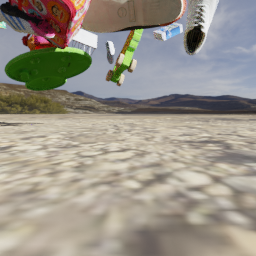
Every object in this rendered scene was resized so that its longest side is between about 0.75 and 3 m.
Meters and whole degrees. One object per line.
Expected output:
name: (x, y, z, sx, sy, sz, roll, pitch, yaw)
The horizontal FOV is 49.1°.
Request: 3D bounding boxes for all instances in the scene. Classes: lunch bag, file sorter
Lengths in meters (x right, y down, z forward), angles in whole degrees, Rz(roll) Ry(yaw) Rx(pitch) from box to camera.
lunch bag: (-1.637, -2.540, 5.371, 1.702, 0.792, 1.932, 38, -19, -9)
file sorter: (-1.874, -3.410, 11.176, 1.090, 0.757, 0.679, 16, -38, -25)

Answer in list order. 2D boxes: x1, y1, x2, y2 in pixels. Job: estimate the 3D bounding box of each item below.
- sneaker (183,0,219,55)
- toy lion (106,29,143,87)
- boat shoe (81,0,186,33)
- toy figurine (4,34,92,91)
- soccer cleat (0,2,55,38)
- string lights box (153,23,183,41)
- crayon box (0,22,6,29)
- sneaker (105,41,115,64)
sneaker: (2.180, -3.309, 8.394, 0.895, 2.452, 0.868, 7, 49, 11)
toy lion: (-0.048, -2.255, 8.446, 0.560, 1.562, 1.630, 21, -22, -15)
boat shoe: (-0.060, -2.837, 6.646, 2.855, 1.016, 0.893, 4, 27, 17)
toy figurine: (-2.436, -2.763, 7.807, 2.218, 2.719, 2.954, -10, -7, -21)
soccer cleat: (-1.872, -1.912, 5.186, 1.035, 0.361, 0.447, 25, -36, -17)
string lights box: (1.396, -3.348, 9.752, 0.934, 0.275, 0.480, -31, 40, -21)
crayon box: (-4.658, -3.554, 9.272, 0.687, 0.337, 1.157, 6, 13, 5)
sneaker: (-0.639, -2.924, 10.847, 0.318, 0.871, 0.308, 5, 17, 42)
